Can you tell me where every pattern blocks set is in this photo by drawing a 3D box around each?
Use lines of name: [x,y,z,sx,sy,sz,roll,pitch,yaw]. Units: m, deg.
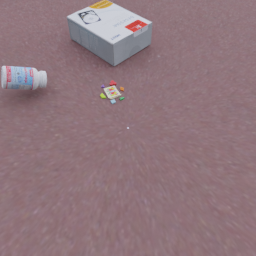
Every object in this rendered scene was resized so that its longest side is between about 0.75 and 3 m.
pattern blocks set: [-0.465,-1.060,8.260,0.752,0.069,0.855,-31,57,-23]

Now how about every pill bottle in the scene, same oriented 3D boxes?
pill bottle: [-2.908,-1.389,7.848,1.147,0.624,0.624,-3,47,-28]

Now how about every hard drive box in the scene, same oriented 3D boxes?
hard drive box: [-0.630,-3.349,9.655,2.337,0.898,1.822,37,59,26]
